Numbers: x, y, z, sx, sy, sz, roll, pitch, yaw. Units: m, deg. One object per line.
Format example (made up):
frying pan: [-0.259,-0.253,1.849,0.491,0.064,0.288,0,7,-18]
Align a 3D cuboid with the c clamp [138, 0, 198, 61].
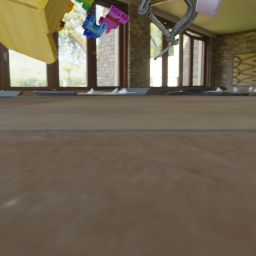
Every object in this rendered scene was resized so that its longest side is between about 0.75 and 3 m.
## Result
c clamp: [1.316,-3.741,9.496,2.515,0.399,2.944,-38,-33,15]

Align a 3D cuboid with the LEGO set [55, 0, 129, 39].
LEGO set: [-1.554,-3.189,7.865,2.802,1.069,1.150,27,-28,-19]

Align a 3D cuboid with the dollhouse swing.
dollhouse swing: [-1.919,-2.438,5.574,1.720,1.563,1.512,21,-13,13]

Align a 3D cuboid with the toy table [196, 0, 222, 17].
toy table: [2.160,-2.519,3.949,1.643,2.806,2.580,20,-19,9]
